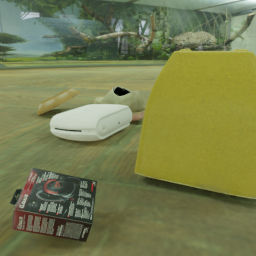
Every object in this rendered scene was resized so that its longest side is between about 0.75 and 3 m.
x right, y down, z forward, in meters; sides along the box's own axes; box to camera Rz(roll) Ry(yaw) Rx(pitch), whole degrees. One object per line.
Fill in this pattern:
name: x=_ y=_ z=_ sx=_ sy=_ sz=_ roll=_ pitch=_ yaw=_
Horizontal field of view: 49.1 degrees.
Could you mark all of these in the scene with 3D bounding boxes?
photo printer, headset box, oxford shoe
photo printer: x=-1.018 y=-0.178 z=7.684 sx=1.622 sy=0.677 sz=1.950 roll=4 pitch=17 yaw=28
headset box: x=-0.943 y=0.944 z=3.559 sx=1.010 sy=0.379 sz=0.750 roll=14 pitch=30 yaw=-10
oxford shoe: x=-0.373 y=-0.961 z=9.642 sx=0.988 sy=1.031 sz=2.792 roll=-21 pitch=22 yaw=-36

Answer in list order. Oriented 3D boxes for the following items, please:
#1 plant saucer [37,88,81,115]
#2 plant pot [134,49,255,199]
plant saucer: x=-2.521 y=-1.011 z=10.020 sx=1.734 sy=0.307 sz=1.734 roll=-25 pitch=15 yaw=7
plant pot: x=1.548 y=-0.293 z=5.187 sx=2.153 sy=2.202 sz=2.139 roll=8 pitch=13 yaw=25
